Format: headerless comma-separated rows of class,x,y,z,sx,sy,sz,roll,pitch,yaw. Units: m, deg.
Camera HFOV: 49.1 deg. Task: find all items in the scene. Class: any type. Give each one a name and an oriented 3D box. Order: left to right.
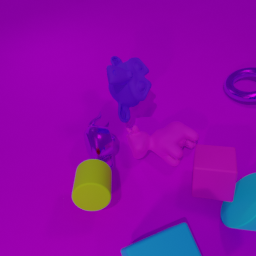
cylinder,-0.690,1.109,5.495,0.727,0.727,0.727,-2,32,-1
teapot,-0.639,0.282,6.522,0.682,0.866,1.392,-14,77,-17
monkey head,-0.144,-1.052,6.557,1.256,1.052,1.745,0,76,-38
cow figurine,0.748,0.256,6.621,1.417,0.790,1.440,38,63,22
cube,0.571,2.249,4.489,1.031,1.031,1.031,-18,69,-14
cube,1.789,0.921,5.846,0.814,0.814,0.814,4,33,15
ring,3.464,-1.258,7.982,1.398,0.280,1.398,-11,44,11
cone,2.741,1.751,5.499,1.252,1.247,1.247,37,55,-5
